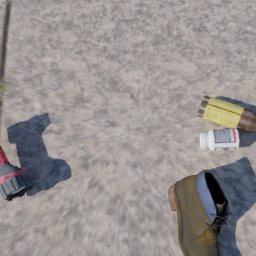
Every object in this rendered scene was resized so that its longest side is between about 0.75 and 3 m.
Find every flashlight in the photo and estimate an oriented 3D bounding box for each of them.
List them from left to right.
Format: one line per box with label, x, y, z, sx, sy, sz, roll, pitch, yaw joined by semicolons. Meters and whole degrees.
flashlight;-3.284;0.691;7.145;0.789;0.792;2.332;-30;74;-16

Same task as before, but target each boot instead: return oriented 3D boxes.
boot;1.754;2.177;6.193;0.949;1.232;2.541;2;55;-33

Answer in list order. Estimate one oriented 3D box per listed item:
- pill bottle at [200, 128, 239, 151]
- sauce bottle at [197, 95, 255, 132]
pill bottle;2.471;0.324;7.625;0.970;0.580;0.580;-3;59;11
sauce bottle;3.095;-0.291;8.001;2.168;0.702;0.702;23;62;17
